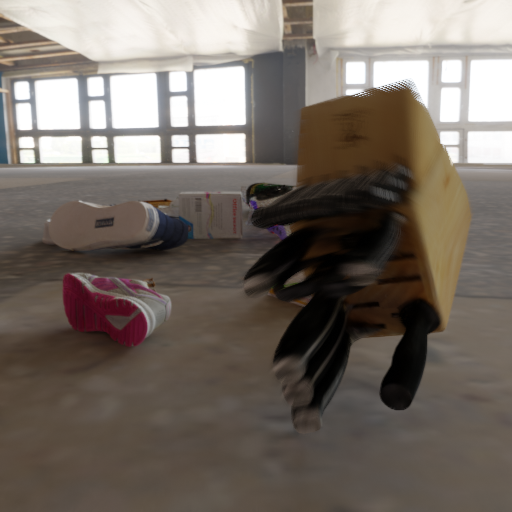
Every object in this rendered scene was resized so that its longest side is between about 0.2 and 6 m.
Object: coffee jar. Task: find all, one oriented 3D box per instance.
[{"bbox_3d":[0.579,-1.780,17.249,1.039,0.850,1.993,-9,15,-34],"label":"coffee jar"}]

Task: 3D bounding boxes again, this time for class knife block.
[{"bbox_3d":[1.276,0.174,5.585,1.197,3.283,3.740,-8,-24,29],"label":"knife block"}]

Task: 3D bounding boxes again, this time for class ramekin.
[{"bbox_3d":[-4.175,-0.563,12.315,1.037,0.483,1.037,0,13,0],"label":"ramekin"}]

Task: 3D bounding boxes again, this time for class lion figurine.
[{"bbox_3d":[-1.671,0.483,7.997,0.467,0.276,0.762,-10,0,-12],"label":"lion figurine"}]

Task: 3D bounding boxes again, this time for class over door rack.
[{"bbox_3d":[0.388,-1.093,13.688,1.364,0.615,1.846,1,-16,8],"label":"over door rack"}]

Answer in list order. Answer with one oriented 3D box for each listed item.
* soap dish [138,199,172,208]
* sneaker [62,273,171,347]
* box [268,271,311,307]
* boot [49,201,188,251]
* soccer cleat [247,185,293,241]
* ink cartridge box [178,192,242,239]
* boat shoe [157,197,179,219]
[{"bbox_3d":[-2.902,-1.389,16.363,1.120,0.455,0.881,-8,14,-29],"label":"soap dish"},{"bbox_3d":[-1.652,0.584,6.610,1.627,0.662,0.718,18,19,32],"label":"sneaker"},{"bbox_3d":[0.725,0.341,7.766,0.624,0.562,1.110,-9,14,-37],"label":"box"},{"bbox_3d":[-2.810,-0.479,11.318,2.887,1.050,1.304,3,-10,33],"label":"boot"},{"bbox_3d":[0.450,-1.008,13.098,1.064,1.141,3.119,-17,9,-2],"label":"soccer cleat"},{"bbox_3d":[-1.009,-0.931,12.742,1.420,1.026,0.601,0,12,1],"label":"ink cartridge box"},{"bbox_3d":[-1.677,-1.228,14.530,2.635,0.880,0.969,9,15,37],"label":"boat shoe"}]
